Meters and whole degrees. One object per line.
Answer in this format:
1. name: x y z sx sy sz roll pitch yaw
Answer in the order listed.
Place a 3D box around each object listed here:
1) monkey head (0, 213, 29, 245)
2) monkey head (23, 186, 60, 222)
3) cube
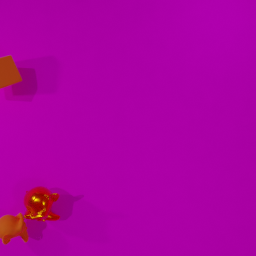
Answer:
1. monkey head: -3.114 2.771 7.538 0.743 1.233 0.887 -20 107 -24
2. monkey head: -2.295 2.083 7.653 1.486 1.069 0.895 -8 64 42
3. cube: -3.637 -1.518 7.905 0.765 0.765 0.765 -7 110 39
